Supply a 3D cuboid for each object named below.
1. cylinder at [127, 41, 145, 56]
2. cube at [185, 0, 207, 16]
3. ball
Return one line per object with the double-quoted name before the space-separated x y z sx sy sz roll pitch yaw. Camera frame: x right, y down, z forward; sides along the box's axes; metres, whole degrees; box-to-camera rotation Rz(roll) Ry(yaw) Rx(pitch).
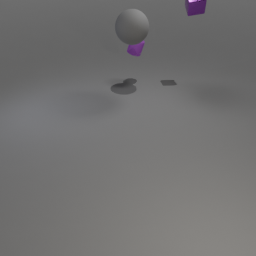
"cylinder" 0.376 -3.939 13.562 0.700 0.700 0.700 15 34 -10
"cube" 2.736 -5.104 11.375 0.700 0.700 0.700 -8 63 3
"ball" 0.167 -4.138 11.509 1.400 1.400 1.400 0 31 0
